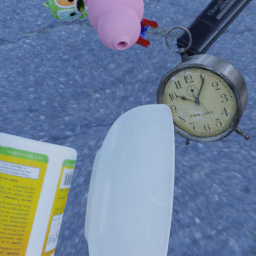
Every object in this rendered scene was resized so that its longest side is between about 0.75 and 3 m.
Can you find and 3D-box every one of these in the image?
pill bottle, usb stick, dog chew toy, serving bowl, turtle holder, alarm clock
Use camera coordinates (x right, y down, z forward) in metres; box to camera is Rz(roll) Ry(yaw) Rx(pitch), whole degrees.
[{"bbox_3d":[-1.437,1.162,3.619,1.139,1.139,2.051,11,83,7],"label":"pill bottle"},{"bbox_3d":[2.045,-2.539,5.979,0.701,0.412,2.526,41,88,23],"label":"usb stick"},{"bbox_3d":[-0.296,-2.735,6.258,1.455,1.455,2.336,-7,66,-5],"label":"dog chew toy"},{"bbox_3d":[-0.079,1.072,4.341,0.987,3.000,3.000,6,58,-2],"label":"serving bowl"},{"bbox_3d":[-1.519,-3.126,7.217,0.813,1.144,0.869,15,65,17],"label":"turtle holder"},{"bbox_3d":[1.391,-0.821,5.601,1.707,2.531,0.842,-8,28,40],"label":"alarm clock"}]

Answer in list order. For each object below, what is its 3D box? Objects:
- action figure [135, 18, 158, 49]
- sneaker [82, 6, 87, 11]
[{"bbox_3d":[0.407,-2.703,7.889,0.585,0.741,2.265,15,20,-12],"label":"action figure"},{"bbox_3d":[-0.879,-3.458,8.113,0.476,1.221,0.607,31,100,56],"label":"sneaker"}]
